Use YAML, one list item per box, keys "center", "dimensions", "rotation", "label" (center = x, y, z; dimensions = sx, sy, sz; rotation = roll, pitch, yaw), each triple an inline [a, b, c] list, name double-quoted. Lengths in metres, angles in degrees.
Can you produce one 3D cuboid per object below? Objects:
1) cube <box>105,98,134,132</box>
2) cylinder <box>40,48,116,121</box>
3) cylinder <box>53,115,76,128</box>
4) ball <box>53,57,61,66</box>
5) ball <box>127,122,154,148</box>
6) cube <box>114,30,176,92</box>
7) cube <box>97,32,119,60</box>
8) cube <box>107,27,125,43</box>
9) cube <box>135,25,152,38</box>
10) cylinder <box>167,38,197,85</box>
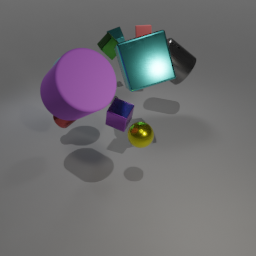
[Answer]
- center: [-0.272, -0.434, 9.242]
  dimensions: [0.700, 0.700, 0.700]
  rotation: [22, 52, 8]
  label: "cube"
- center: [-1.187, -0.953, 6.520]
  dimensions: [1.400, 1.400, 1.400]
  rotation: [-20, 4, -30]
  label: "cylinder"
- center: [-2.210, -0.454, 10.088]
  dimensions: [0.700, 0.700, 0.700]
  rotation: [-34, 19, 27]
  label: "cylinder"
- center: [-1.679, -1.600, 8.717]
  dimensions: [1.400, 1.400, 1.400]
  rotation: [0, 31, 0]
  label: "ball"
- center: [0.334, 0.179, 7.393]
  dimensions: [0.700, 0.700, 0.700]
  rotation: [0, 31, 0]
  label: "ball"
- center: [0.473, -2.017, 8.516]
  dimensions: [1.400, 1.400, 1.400]
  rotation: [-17, 14, -2]
  label: "cube"
- center: [-0.744, -3.409, 11.654]
  dimensions: [0.700, 0.700, 0.700]
  rotation: [-44, 38, 13]
  label: "cube"
- center: [-0.563, -4.365, 13.690]
  dimensions: [0.700, 0.700, 0.700]
  rotation: [-20, 67, 2]
  label: "cube"
- center: [0.705, -4.344, 12.857]
  dimensions: [0.700, 0.700, 0.700]
  rotation: [-3, 21, 1]
  label: "cube"
- center: [1.854, -2.746, 11.611]
  dimensions: [1.400, 1.400, 1.400]
  rotation: [34, 28, -14]
  label: "cylinder"
